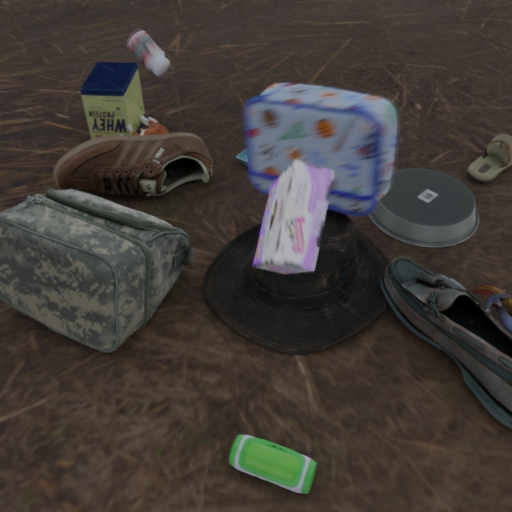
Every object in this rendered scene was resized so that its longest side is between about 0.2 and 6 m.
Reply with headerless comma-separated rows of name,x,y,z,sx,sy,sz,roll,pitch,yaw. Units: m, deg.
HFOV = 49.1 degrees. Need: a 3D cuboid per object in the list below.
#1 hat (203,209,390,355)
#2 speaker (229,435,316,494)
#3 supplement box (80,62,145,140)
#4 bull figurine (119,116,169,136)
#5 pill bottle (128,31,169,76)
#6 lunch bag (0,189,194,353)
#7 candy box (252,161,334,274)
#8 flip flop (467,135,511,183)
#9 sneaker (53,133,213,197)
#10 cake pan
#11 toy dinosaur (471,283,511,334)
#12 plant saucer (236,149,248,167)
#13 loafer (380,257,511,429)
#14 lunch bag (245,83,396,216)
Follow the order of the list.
hat,0.826,-0.045,10.007,3.607,1.455,3.607,1,44,-1
speaker,0.224,2.831,7.643,1.129,0.499,0.499,15,45,16
supplement box,-3.496,-3.744,13.846,1.026,1.527,1.528,3,43,3
bull figurine,-2.719,-2.819,13.528,0.931,0.500,1.534,42,41,-5
pill bottle,-2.373,-4.488,12.426,0.893,0.517,0.517,47,54,-1
lunch bag,-2.819,-0.030,9.729,2.832,1.973,2.376,19,30,18
candy box,0.435,-0.424,7.162,0.527,1.472,1.235,13,85,-8
flip flop,5.584,-2.364,13.090,0.797,0.566,1.966,32,52,30
sneaker,-2.587,-1.868,12.119,3.405,1.199,1.286,-16,49,-16
cake pan,3.548,-1.110,11.863,2.349,0.431,2.349,0,43,0
toy dinosaur,4.901,1.292,8.870,2.321,1.343,2.557,48,10,-1
plant saucer,0.782,-1.974,12.934,2.530,0.240,0.885,27,50,27
loafer,3.394,1.063,8.946,1.262,1.105,3.513,-16,48,-26
lunch bag,1.105,-1.768,9.639,2.633,2.110,0.995,18,40,25
